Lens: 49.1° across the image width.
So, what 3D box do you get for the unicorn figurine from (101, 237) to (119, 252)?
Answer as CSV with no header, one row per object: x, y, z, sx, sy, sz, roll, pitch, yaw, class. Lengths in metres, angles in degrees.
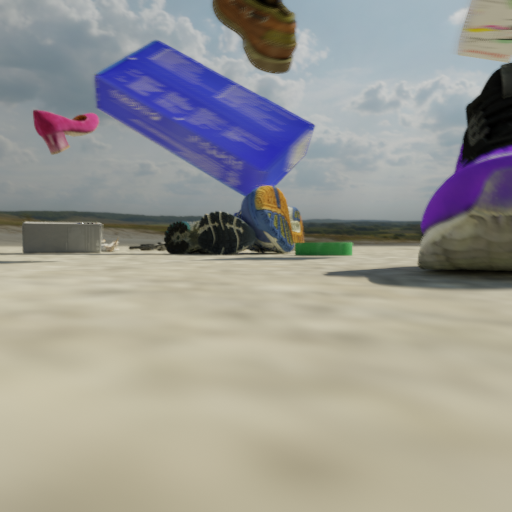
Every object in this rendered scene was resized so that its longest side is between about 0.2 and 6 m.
-3.535,-0.221,13.304,0.949,0.351,0.652,-14,9,9,unicorn figurine

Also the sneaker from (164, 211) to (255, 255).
-0.725,-0.379,10.105,1.949,0.756,0.841,1,-1,38,sneaker

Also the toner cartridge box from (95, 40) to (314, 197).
-1.144,-3.028,12.180,4.364,0.942,2.073,32,52,14,toner cartridge box

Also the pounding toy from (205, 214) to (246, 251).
-0.986,-0.627,14.653,1.331,1.028,1.445,1,1,16,pounding toy

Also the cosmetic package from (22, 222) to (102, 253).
-4.055,-0.385,11.741,1.556,0.702,0.831,2,4,-20,cosmetic package

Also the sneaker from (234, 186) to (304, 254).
0.041,-0.506,10.970,1.397,1.193,3.169,-8,-10,13,sneaker

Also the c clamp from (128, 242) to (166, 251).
-2.506,-0.249,15.923,1.974,0.313,2.311,-5,1,21,c clamp

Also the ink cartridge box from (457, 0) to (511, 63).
4.261,-4.218,9.984,0.969,0.562,1.338,13,-35,10,ink cartridge box

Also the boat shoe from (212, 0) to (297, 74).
0.034,-3.551,8.061,0.847,0.801,2.355,-8,48,-25,boat shoe

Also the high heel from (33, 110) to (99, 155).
-3.489,-2.541,10.330,0.569,0.810,1.689,-4,31,24,high heel

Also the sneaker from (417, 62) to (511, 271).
1.863,-0.693,4.048,1.110,1.588,3.192,1,1,25,sneaker

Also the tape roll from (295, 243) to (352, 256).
1.098,-0.109,9.132,0.934,0.224,0.934,0,2,0,tape roll
